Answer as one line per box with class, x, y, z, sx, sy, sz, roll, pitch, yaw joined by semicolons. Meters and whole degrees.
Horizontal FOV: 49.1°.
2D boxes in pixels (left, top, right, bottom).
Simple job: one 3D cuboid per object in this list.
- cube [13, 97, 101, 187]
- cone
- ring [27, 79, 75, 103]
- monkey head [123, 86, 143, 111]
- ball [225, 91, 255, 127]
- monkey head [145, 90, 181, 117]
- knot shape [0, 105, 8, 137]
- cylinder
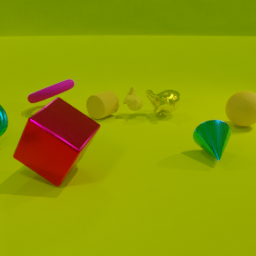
cube;-1.419;0.258;5.689;1.107;1.107;1.107;34;32;-2
cone;2.070;0.452;6.638;0.935;0.935;0.939;1;38;3
ring;-2.820;-1.361;10.305;1.800;0.360;1.800;-20;14;5
monkey head;0.243;-0.997;9.740;0.662;0.790;1.098;25;10;9
ball;3.633;-0.599;8.756;1.118;1.118;1.118;0;20;0
monkey head;1.244;-1.031;9.751;0.976;1.165;1.619;-37;-1;28
knot shape;-3.888;-0.087;7.068;1.656;0.817;1.769;-32;55;-31
cylinder;-0.871;-0.807;9.702;0.837;0.837;0.837;14;25;33
